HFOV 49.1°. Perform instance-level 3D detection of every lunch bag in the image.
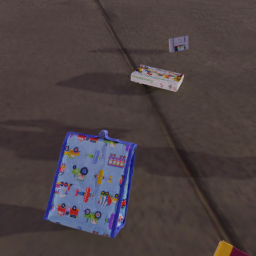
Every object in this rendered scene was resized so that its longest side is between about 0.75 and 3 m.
[{"bbox_3d":[-0.615,0.875,5.040,1.297,1.722,0.810,10,-1,12],"label":"lunch bag"}]

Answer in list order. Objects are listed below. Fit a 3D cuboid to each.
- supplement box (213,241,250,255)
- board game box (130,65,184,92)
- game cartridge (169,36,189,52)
[{"bbox_3d":[1.994,2.790,3.004,2.870,1.583,1.229,24,46,24],"label":"supplement box"},{"bbox_3d":[0.952,-1.626,9.032,1.516,0.262,0.957,16,34,14],"label":"board game box"},{"bbox_3d":[1.960,-3.220,10.758,0.822,0.533,0.158,-16,20,-20],"label":"game cartridge"}]
